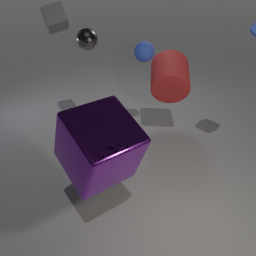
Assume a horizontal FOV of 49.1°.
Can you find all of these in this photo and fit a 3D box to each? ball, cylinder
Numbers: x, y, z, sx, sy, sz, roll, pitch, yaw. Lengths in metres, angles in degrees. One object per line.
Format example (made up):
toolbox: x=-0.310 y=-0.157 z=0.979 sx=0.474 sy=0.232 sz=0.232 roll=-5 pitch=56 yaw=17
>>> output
ball: x=-1.338 y=-2.897 z=9.152 sx=0.700 sy=0.700 sz=0.700 roll=0 pitch=31 yaw=0
cylinder: x=1.535 y=-1.871 z=10.236 sx=1.400 sy=1.400 sz=1.400 roll=2 pitch=52 yaw=3
ball: x=0.564 y=-2.637 z=9.680 sx=0.700 sy=0.700 sz=0.700 roll=0 pitch=31 yaw=0

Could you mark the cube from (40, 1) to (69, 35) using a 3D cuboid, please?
cube: x=-2.451 y=-3.686 z=9.419 sx=0.700 sy=0.700 sz=0.700 roll=-23 pitch=0 yaw=-12

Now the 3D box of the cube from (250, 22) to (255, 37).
cube: x=3.859 y=-2.699 z=7.645 sx=0.700 sy=0.700 sz=0.700 roll=49 pitch=25 yaw=11

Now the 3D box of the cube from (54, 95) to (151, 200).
cube: x=-0.614 y=0.397 z=5.981 sx=1.400 sy=1.400 sz=1.400 roll=-21 pitch=60 yaw=-32
